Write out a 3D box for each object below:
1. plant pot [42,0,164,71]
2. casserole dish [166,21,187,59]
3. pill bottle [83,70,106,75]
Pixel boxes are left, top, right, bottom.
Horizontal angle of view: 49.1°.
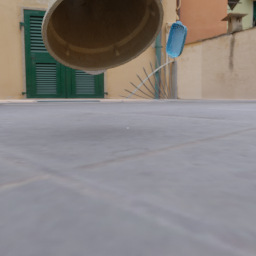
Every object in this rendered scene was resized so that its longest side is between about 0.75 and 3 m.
[{"bbox_3d":[-0.785,-3.006,6.293,2.562,2.345,2.562,-14,-23,-6],"label":"plant pot"},{"bbox_3d":[1.716,-3.061,9.776,0.243,1.252,0.758,-9,35,-33],"label":"casserole dish"},{"bbox_3d":[-1.398,-3.168,10.788,1.225,1.225,2.173,-2,48,-17],"label":"pill bottle"}]
